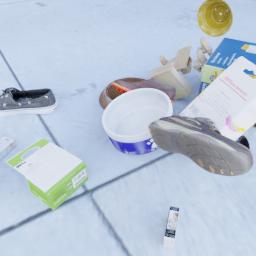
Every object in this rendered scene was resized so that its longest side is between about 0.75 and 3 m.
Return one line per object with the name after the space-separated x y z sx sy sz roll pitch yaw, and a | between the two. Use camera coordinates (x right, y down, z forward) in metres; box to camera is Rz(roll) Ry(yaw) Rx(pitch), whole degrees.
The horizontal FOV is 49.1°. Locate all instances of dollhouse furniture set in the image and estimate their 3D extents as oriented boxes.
1.910 -2.494 11.042 2.084 1.476 2.269 -13 48 43 | dollhouse furniture set

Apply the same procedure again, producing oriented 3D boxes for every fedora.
3.369 0.661 8.595 0.424 0.928 0.928 -6 27 45 | fedora

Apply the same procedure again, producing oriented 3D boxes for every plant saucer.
0.168 -1.321 11.104 2.664 0.459 2.664 0 40 0 | plant saucer

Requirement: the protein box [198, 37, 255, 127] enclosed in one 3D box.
4.446 -1.747 10.424 2.856 1.927 2.835 19 43 22 | protein box

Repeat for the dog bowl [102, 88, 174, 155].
0.359 -0.245 8.976 2.244 0.884 2.244 -13 43 12 | dog bowl

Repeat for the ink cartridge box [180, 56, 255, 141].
2.990 -0.599 8.524 2.815 0.948 1.649 -46 40 16 | ink cartridge box

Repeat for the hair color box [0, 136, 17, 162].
-4.003 0.702 8.760 0.471 0.288 0.951 15 43 18 | hair color box

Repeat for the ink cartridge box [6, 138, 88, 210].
-2.248 1.186 7.859 1.846 0.699 1.365 25 46 29 | ink cartridge box

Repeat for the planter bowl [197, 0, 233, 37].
3.390 -4.237 10.569 1.423 1.423 0.593 27 50 29 | planter bowl

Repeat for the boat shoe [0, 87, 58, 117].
-4.156 -1.059 10.340 2.975 0.986 1.040 1 40 1 | boat shoe

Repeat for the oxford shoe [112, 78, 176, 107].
0.575 -1.413 10.099 2.325 0.827 0.843 18 83 0 | oxford shoe

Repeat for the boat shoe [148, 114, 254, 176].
1.663 0.176 6.507 1.014 1.030 2.765 -38 38 -23 | boat shoe

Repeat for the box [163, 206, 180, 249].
1.037 2.343 6.626 0.249 0.483 0.828 8 42 14 | box
